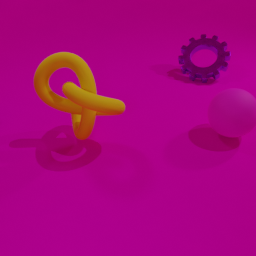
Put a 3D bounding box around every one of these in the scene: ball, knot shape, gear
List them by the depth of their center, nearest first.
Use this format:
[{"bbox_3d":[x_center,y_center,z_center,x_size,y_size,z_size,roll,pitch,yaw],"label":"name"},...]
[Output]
[{"bbox_3d":[-0.944,-0.588,6.016,1.877,2.006,0.927,14,51,35],"label":"knot shape"},{"bbox_3d":[2.487,-0.356,6.644,1.164,1.164,1.164,0,35,0],"label":"ball"},{"bbox_3d":[2.583,-2.376,9.524,1.675,0.310,1.675,-5,71,14],"label":"gear"}]
